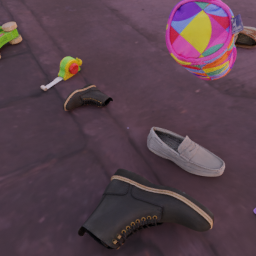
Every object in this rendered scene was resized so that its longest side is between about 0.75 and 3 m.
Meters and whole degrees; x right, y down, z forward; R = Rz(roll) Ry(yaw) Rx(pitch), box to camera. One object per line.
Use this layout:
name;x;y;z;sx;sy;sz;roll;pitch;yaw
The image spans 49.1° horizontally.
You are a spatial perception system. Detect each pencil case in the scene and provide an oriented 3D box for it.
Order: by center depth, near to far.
pencil case;1.654;-1.739;5.855;1.296;1.296;2.933;19;8;18

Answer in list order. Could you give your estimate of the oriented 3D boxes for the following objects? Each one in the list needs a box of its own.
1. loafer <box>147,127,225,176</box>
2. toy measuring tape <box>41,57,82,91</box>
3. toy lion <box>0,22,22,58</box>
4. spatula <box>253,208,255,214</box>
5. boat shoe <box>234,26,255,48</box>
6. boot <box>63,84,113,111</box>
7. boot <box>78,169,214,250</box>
loafer;1.464;0.590;7.234;2.120;0.740;0.741;21;49;19
toy measuring tape;-2.336;-2.028;9.882;0.693;0.693;1.884;30;52;26
toy lion;-5.901;-3.453;11.308;2.292;0.821;2.391;8;45;18
spatula;3.602;2.273;5.969;0.520;0.189;1.838;-26;51;-26
boat shoe;4.278;-3.800;11.500;2.297;0.870;0.825;10;48;12
boot;-1.249;-0.840;8.832;0.968;0.542;1.400;32;54;22
boot;0.352;2.024;5.836;2.450;0.949;1.695;14;50;32
